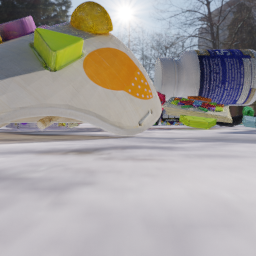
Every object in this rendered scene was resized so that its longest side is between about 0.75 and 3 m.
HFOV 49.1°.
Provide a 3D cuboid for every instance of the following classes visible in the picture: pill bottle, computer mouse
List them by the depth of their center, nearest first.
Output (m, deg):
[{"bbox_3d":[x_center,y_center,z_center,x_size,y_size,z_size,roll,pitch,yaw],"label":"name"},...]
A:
[{"bbox_3d":[2.372,-1.540,8.705,2.938,1.758,1.758,-2,1,-5],"label":"pill bottle"},{"bbox_3d":[3.169,-0.165,9.026,1.205,0.318,0.835,-13,-3,27],"label":"computer mouse"}]

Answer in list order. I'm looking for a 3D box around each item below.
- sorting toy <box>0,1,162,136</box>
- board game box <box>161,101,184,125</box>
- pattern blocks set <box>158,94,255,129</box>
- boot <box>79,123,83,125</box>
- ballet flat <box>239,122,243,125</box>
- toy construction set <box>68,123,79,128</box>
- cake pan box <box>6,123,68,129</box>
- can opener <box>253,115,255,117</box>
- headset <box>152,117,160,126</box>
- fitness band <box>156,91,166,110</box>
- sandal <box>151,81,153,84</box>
[{"bbox_3d":[-1.533,-0.401,3.012,2.885,1.541,2.597,1,21,32],"label":"sorting toy"},{"bbox_3d":[2.142,-0.799,12.790,0.462,1.348,1.630,-2,3,-31],"label":"board game box"},{"bbox_3d":[1.625,-0.476,6.624,2.773,0.225,2.437,6,20,3],"label":"pattern blocks set"},{"bbox_3d":[-2.556,-0.401,11.208,1.346,0.641,1.740,2,3,8],"label":"boot"},{"bbox_3d":[5.289,-0.335,13.124,0.435,0.402,1.290,3,2,40],"label":"ballet flat"},{"bbox_3d":[-0.487,-0.634,7.588,1.747,1.227,2.664,32,30,32],"label":"toy construction set"},{"bbox_3d":[-2.042,-0.120,6.213,1.068,0.303,1.160,2,0,-34],"label":"cake pan box"},{"bbox_3d":[5.350,-0.265,9.758,1.913,0.752,0.606,-3,40,15],"label":"can opener"},{"bbox_3d":[0.149,-0.625,10.587,2.341,1.100,1.445,12,-7,-33],"label":"headset"},{"bbox_3d":[0.604,-0.592,6.935,0.577,0.803,0.150,25,-29,21],"label":"fitness band"},{"bbox_3d":[0.041,-0.856,5.873,1.090,0.815,2.844,15,24,1],"label":"sandal"}]
